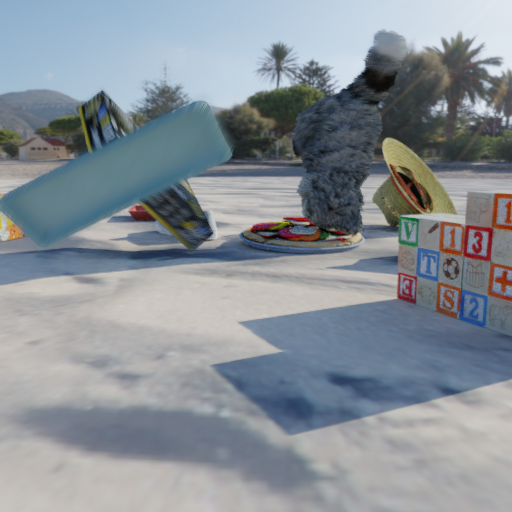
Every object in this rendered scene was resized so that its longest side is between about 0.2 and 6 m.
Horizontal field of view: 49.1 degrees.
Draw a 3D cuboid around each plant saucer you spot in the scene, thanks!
[{"bbox_3d":[-2.747,-1.251,16.239,1.754,0.323,1.758,-1,11,-7],"label":"plant saucer"},{"bbox_3d":[-1.864,-1.098,7.537,3.009,1.052,0.285,-25,52,2],"label":"plant saucer"}]

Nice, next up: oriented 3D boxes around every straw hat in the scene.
[{"bbox_3d":[3.671,-1.460,14.178,1.297,3.064,3.064,-41,-15,32],"label":"straw hat"}]

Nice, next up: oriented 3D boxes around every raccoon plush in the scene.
[{"bbox_3d":[1.643,-2.110,10.358,1.713,3.541,2.373,7,46,-6],"label":"raccoon plush"}]

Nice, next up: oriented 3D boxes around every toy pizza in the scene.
[{"bbox_3d":[0.921,-0.496,11.331,2.520,0.399,2.520,1,13,0],"label":"toy pizza"}]

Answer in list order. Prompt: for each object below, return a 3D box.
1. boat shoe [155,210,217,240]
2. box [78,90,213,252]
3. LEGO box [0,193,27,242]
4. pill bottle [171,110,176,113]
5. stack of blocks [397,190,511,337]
[{"bbox_3d":[-1.614,-0.819,12.519,0.791,0.752,2.196,-6,12,-30],"label":"boat shoe"},{"bbox_3d":[-1.972,-1.520,10.061,0.640,2.592,2.070,-37,42,8],"label":"box"},{"bbox_3d":[-6.362,-0.850,12.089,2.477,0.956,1.845,3,10,17],"label":"LEGO box"},{"bbox_3d":[-1.636,-2.855,12.587,0.811,0.472,0.472,44,18,4],"label":"pill bottle"},{"bbox_3d":[2.586,0.010,5.956,0.715,1.406,2.441,-5,11,-26],"label":"stack of blocks"}]
